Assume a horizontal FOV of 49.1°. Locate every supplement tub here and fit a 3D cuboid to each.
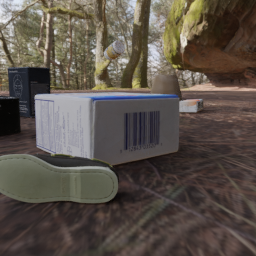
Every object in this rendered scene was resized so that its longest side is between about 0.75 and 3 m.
[{"bbox_3d":[-0.586,-3.259,11.871,0.588,0.588,0.813,-9,-10,-42],"label":"supplement tub"}]

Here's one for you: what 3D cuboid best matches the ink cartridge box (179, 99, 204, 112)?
[{"bbox_3d":[2.333,-1.103,13.454,2.295,0.575,1.861,5,10,23],"label":"ink cartridge box"}]

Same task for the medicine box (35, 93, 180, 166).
[{"bbox_3d":[-0.474,-0.109,5.649,2.051,1.159,2.252,-7,12,-39],"label":"medicine box"}]

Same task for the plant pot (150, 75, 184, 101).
[{"bbox_3d":[2.084,-2.046,15.507,2.047,1.776,2.047,-1,10,0],"label":"plant pot"}]

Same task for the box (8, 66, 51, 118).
[{"bbox_3d":[-4.036,-1.488,11.499,1.460,1.967,1.053,8,12,37],"label":"box"}]

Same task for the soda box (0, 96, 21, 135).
[{"bbox_3d":[-4.143,-0.227,6.749,0.917,1.024,2.895,11,13,38],"label":"soda box"}]

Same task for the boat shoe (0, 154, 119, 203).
[{"bbox_3d":[-0.888,0.592,3.426,1.563,0.557,0.470,7,8,1],"label":"boat shoe"}]
